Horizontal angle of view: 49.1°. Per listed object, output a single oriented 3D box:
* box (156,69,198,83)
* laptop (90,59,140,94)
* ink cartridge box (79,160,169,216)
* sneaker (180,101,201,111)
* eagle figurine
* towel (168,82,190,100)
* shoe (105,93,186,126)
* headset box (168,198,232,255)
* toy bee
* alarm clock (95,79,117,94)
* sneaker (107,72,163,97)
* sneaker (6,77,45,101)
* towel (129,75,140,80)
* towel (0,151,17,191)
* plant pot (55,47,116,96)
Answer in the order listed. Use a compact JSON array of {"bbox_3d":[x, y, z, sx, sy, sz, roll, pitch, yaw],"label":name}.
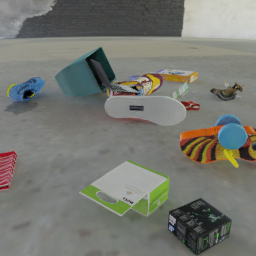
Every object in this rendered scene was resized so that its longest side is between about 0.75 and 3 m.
[{"bbox_3d":[2.880,-3.159,16.879,2.305,0.478,1.372,10,25,29],"label":"box"},{"bbox_3d":[-0.527,-2.021,10.922,1.730,1.003,1.620,2,18,-22],"label":"laptop"},{"bbox_3d":[-0.053,1.379,5.815,1.160,0.594,1.569,18,30,36],"label":"ink cartridge box"},{"bbox_3d":[2.483,-0.950,11.792,1.012,0.396,0.584,10,13,-7],"label":"sneaker"},{"bbox_3d":[4.667,-1.719,13.203,1.307,0.986,0.992,-29,-21,4],"label":"eagle figurine"},{"bbox_3d":[1.994,-1.381,11.704,1.300,0.152,0.991,-40,16,21],"label":"towel"},{"bbox_3d":[0.654,-0.824,10.481,2.926,1.045,1.331,5,17,3],"label":"shoe"},{"bbox_3d":[1.320,1.753,5.133,0.898,0.416,0.781,-14,26,-30],"label":"headset box"},{"bbox_3d":[2.895,0.462,7.307,2.873,1.562,1.881,-14,18,39],"label":"toy bee"},{"bbox_3d":[-1.564,-2.459,14.715,1.826,0.901,2.707,17,24,35],"label":"alarm clock"},{"bbox_3d":[0.562,-1.784,12.889,2.937,1.101,1.323,-19,29,-21],"label":"sneaker"},{"bbox_3d":[-4.577,-1.776,13.290,0.969,0.814,2.471,24,26,10],"label":"sneaker"},{"bbox_3d":[0.839,-2.929,16.668,1.085,0.179,1.499,-11,25,-23],"label":"towel"},{"bbox_3d":[-3.520,1.089,7.027,1.249,0.194,1.728,-6,24,-13],"label":"towel"},{"bbox_3d":[-2.058,-2.352,12.629,2.230,1.575,1.576,-12,26,31],"label":"plant pot"}]
